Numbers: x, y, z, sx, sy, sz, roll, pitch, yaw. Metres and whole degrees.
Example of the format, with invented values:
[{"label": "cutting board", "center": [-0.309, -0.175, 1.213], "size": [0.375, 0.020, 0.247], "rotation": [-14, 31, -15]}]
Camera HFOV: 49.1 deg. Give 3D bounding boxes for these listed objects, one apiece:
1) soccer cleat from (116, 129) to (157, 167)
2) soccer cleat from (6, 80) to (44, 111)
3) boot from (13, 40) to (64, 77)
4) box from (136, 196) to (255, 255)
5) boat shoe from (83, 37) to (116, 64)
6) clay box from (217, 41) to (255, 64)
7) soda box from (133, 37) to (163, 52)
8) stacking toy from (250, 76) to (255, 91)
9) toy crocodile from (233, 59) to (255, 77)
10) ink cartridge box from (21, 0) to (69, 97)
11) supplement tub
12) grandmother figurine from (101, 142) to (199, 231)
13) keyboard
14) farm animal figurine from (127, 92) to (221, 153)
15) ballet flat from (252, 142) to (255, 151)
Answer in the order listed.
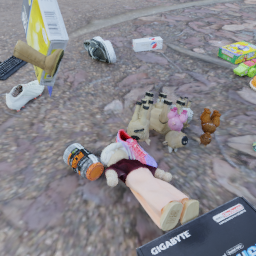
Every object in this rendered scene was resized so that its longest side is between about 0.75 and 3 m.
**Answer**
[{"label": "soccer cleat", "center": [0.194, 0.609, 7.606], "size": [0.511, 0.586, 1.533], "rotation": [-25, 44, -28]}, {"label": "soccer cleat", "center": [-3.597, -1.323, 9.956], "size": [0.649, 0.727, 1.874], "rotation": [12, 39, 15]}, {"label": "boot", "center": [-1.798, -1.481, 5.597], "size": [0.897, 0.786, 0.297], "rotation": [30, 45, -11]}, {"label": "box", "center": [1.899, 2.744, 4.857], "size": [2.663, 0.662, 2.643], "rotation": [-17, 42, -21]}, {"label": "boat shoe", "center": [-1.327, -3.418, 12.603], "size": [0.971, 0.987, 2.738], "rotation": [-21, 31, -13]}, {"label": "clay box", "center": [5.266, -3.561, 13.022], "size": [1.903, 0.453, 1.094], "rotation": [-22, 44, -24]}, {"label": "soda box", "center": [0.961, -4.100, 13.690], "size": [1.416, 0.482, 0.451], "rotation": [-11, 39, -13]}, {"label": "stacking toy", "center": [5.246, -2.118, 10.291], "size": [1.142, 1.563, 1.142], "rotation": [-1, 38, 0]}, {"label": "toy crocodile", "center": [5.264, -2.585, 11.646], "size": [2.024, 0.625, 0.683], "rotation": [-17, 41, -19]}, {"label": "ink cartridge box", "center": [-2.309, -2.405, 7.319], "size": [0.565, 2.406, 2.378], "rotation": [-9, 68, -32]}, {"label": "supplement tub", "center": [-1.142, 0.882, 7.222], "size": [1.016, 0.622, 0.622], "rotation": [31, 47, 34]}, {"label": "grandmother figurine", "center": [0.203, 1.175, 6.510], "size": [1.749, 0.873, 2.884], "rotation": [16, 12, -39]}, {"label": "keyboard", "center": [-5.303, -2.666, 12.059], "size": [1.234, 0.264, 2.056], "rotation": [9, 38, 11]}, {"label": "farm animal figurine", "center": [1.015, -0.092, 7.837], "size": [2.701, 1.408, 2.671], "rotation": [6, 18, -21]}, {"label": "ballet flat", "center": [4.423, 0.598, 7.565], "size": [1.933, 0.718, 0.718], "rotation": [21, 43, 25]}]
